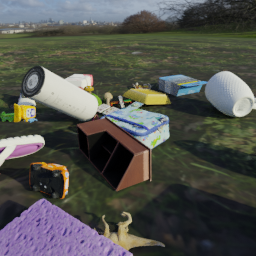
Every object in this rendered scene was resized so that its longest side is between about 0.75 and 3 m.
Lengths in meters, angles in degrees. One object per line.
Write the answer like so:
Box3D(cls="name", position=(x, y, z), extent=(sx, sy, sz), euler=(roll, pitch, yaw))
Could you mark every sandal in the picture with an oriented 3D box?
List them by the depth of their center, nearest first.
Box3D(cls="sandal", position=(-3.597, 0.875, 7.729), extent=(2.957, 1.203, 0.727), euler=(-20, 71, -39))

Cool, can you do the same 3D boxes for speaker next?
Box3D(cls="speaker", position=(-2.367, -1.147, 10.259), extent=(1.160, 1.160, 2.856), euler=(17, -4, 35))

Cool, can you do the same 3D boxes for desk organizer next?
Box3D(cls="desk organizer", position=(-0.504, 0.626, 8.116), extent=(1.049, 0.977, 2.726), euler=(-15, 27, -26))

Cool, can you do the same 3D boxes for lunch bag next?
Box3D(cls="lunch bag", position=(0.213, -0.007, 9.703), extent=(2.182, 0.900, 1.754), euler=(20, 33, 41))

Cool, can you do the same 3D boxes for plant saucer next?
Box3D(cls="plant saucer", position=(0.926, -1.545, 13.437), extent=(1.747, 0.423, 1.747), euler=(-4, 21, -40))

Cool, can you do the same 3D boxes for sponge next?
Box3D(cls="sponge", position=(-1.254, 2.203, 4.911), extent=(2.417, 0.360, 1.348), euler=(17, 39, 34))

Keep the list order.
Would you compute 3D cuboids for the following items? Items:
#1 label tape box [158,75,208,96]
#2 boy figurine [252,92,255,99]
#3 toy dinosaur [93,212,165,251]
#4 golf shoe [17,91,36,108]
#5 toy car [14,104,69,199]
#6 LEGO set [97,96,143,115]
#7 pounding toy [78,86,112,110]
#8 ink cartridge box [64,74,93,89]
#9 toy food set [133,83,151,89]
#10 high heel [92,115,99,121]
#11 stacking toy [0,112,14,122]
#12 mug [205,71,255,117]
Box3D(cls="label tape box", position=(2.966, -2.229, 15.028), extent=(1.657, 0.727, 2.297), euler=(-13, 27, -28))
Box3D(cls="boy figurine", position=(5.841, -1.300, 13.228), extent=(0.916, 0.475, 1.473), euler=(6, 21, 6))
Box3D(cls="toy dinosaur", position=(-0.127, 2.126, 5.444), extent=(1.672, 0.487, 0.846), euler=(-5, 37, 8))
Box3D(cls="golf shoe", position=(-4.745, -1.443, 12.978), extent=(0.832, 0.950, 2.156), euler=(-6, 25, -17))
Box3D(cls="toy car", position=(-1.988, 0.501, 7.029), extent=(1.195, 2.437, 0.811), euler=(-8, 3, 29))
Box3D(cls="LEGO set", position=(-0.244, -0.898, 12.584), extent=(1.614, 0.530, 2.161), euler=(21, 40, 34))
Box3D(cls="pounding toy", position=(-1.811, -1.528, 13.113), extent=(2.064, 0.958, 1.593), euler=(0, 23, 1))
Box3D(cls="ink cartridge box", position=(-2.815, -2.567, 15.915), extent=(1.152, 0.651, 1.573), euler=(6, 24, 13))
Box3D(cls="toy food set", position=(0.798, -2.428, 16.055), extent=(0.958, 0.290, 0.688), euler=(-5, 24, -11))
Box3D(cls="high heel", position=(-1.196, -0.048, 10.184), extent=(0.385, 0.548, 1.141), euler=(-3, 23, -7))
Box3D(cls="stacking toy", position=(-5.867, -0.231, 10.492), extent=(2.829, 0.665, 2.133), euler=(1, 23, 2))
Box3D(cls="mug", position=(4.659, -1.301, 12.022), extent=(2.124, 1.568, 1.862), euler=(9, 30, -20))
